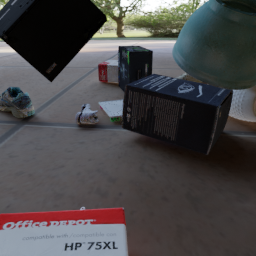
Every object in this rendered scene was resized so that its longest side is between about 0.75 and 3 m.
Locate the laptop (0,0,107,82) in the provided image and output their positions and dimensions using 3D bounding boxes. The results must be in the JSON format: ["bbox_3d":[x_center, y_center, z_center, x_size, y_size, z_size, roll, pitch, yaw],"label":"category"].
[{"bbox_3d":[-2.450,-3.107,8.199,2.458,1.432,2.774,-49,47,-4],"label":"laptop"}]

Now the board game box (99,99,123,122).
[{"bbox_3d":[-0.029,-0.756,11.087,1.905,0.246,1.905,-8,24,-17],"label":"board game box"}]

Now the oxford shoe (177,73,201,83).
[{"bbox_3d":[3.334,-2.839,15.695,2.261,0.653,0.850,-11,28,-20],"label":"oxford shoe"}]

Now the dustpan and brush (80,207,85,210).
[{"bbox_3d":[-0.879,1.778,4.793,0.719,0.295,1.030,2,22,5],"label":"dustpan and brush"}]

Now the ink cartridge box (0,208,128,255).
[{"bbox_3d":[-0.834,1.925,3.223,1.728,1.000,2.974,-2,27,-4],"label":"ink cartridge box"}]

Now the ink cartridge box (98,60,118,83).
[{"bbox_3d":[-0.241,-3.263,16.189,2.488,1.031,1.826,7,23,17],"label":"ink cartridge box"}]

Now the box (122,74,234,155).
[{"bbox_3d":[1.549,-0.580,8.724,2.833,1.478,2.097,18,27,25],"label":"box"}]

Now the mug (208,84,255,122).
[{"bbox_3d":[3.984,-1.403,9.859,1.887,2.556,2.241,-44,28,5],"label":"mug"}]

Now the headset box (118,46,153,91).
[{"bbox_3d":[0.331,-2.744,13.475,1.141,2.141,2.459,-5,24,-13],"label":"headset box"}]

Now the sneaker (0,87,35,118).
[{"bbox_3d":[-4.512,-1.182,11.073,2.405,1.038,0.933,17,28,35],"label":"sneaker"}]

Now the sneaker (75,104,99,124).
[{"bbox_3d":[-1.384,-0.500,10.186,0.737,0.482,1.283,4,28,9],"label":"sneaker"}]

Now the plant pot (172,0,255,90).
[{"bbox_3d":[2.467,-2.325,6.909,2.415,1.618,2.415,6,45,-6],"label":"plant pot"}]
